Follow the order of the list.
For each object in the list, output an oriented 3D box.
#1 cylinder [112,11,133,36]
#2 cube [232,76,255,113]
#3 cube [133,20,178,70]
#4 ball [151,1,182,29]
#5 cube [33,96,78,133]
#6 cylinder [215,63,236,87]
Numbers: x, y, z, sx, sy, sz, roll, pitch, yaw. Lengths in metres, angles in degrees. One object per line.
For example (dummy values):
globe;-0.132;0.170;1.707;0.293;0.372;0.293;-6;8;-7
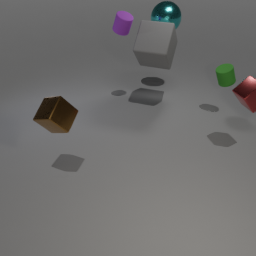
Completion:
cylinder;-0.208;-4.207;11.261;0.700;0.700;0.700;11;49;-12
cube;3.792;-1.034;8.588;0.700;0.700;0.700;-41;31;11
cube;1.174;-3.441;11.694;1.400;1.400;1.400;13;-9;18
ball;1.738;-5.047;12.806;1.400;1.400;1.400;0;30;0
cube;-1.849;-0.329;7.207;0.700;0.700;0.700;-1;59;38
cylinder;3.993;-2.153;11.442;0.700;0.700;0.700;-17;37;13
